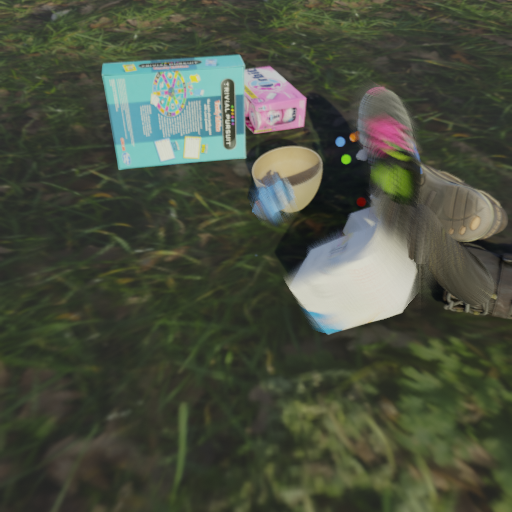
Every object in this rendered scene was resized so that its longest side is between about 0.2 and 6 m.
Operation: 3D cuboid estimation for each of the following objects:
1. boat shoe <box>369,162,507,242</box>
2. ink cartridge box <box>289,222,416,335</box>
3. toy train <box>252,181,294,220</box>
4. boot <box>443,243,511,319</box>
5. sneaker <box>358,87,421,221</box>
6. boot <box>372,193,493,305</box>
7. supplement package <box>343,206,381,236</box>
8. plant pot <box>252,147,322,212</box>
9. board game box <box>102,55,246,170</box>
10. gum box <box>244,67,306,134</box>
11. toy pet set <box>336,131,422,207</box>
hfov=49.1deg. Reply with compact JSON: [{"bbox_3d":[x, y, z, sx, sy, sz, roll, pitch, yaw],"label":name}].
[{"bbox_3d":[3.296,-1.041,10.453,1.117,1.135,3.047,9,24,-34],"label":"boat shoe"},{"bbox_3d":[1.401,0.327,8.024,1.345,0.990,0.973,-24,22,42],"label":"ink cartridge box"},{"bbox_3d":[0.305,-0.964,9.717,0.369,0.852,0.486,30,61,-27],"label":"toy train"},{"bbox_3d":[4.040,0.852,8.207,2.488,0.990,2.858,8,35,18],"label":"boot"},{"bbox_3d":[2.207,-1.641,9.110,0.880,2.385,1.043,-7,-1,5],"label":"sneaker"},{"bbox_3d":[2.313,-0.032,7.422,1.877,0.650,1.634,52,23,15],"label":"boot"},{"bbox_3d":[2.103,-0.524,9.931,0.902,0.547,0.540,-19,62,-22],"label":"supplement package"},{"bbox_3d":[0.633,-1.354,10.734,1.311,0.880,1.311,-6,43,6],"label":"plant pot"},{"bbox_3d":[-1.657,-3.020,11.872,2.805,2.118,0.658,-7,40,-9],"label":"board game box"},{"bbox_3d":[0.181,-3.897,13.999,1.328,0.774,2.339,-14,41,-18],"label":"gum box"},{"bbox_3d":[2.272,-1.704,10.157,1.220,1.307,0.694,-17,4,24],"label":"toy pet set"}]
